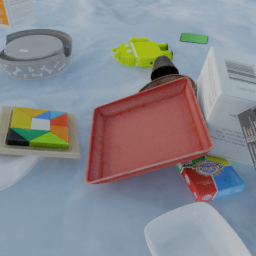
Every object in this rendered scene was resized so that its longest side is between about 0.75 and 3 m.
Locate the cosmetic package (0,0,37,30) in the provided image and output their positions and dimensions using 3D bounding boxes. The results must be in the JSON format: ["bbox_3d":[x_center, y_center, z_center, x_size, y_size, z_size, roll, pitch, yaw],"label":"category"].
[{"bbox_3d":[-1.764,-2.106,3.760,0.697,1.374,0.490,18,40,25],"label":"cosmetic package"}]

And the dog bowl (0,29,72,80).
[{"bbox_3d":[-3.416,-2.742,10.319,2.848,0.835,2.848,0,40,0],"label":"dog bowl"}]

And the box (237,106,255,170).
[{"bbox_3d":[3.463,0.746,4.800,2.229,0.703,2.827,-15,81,-2],"label":"box"}]

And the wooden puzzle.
[{"bbox_3d":[-2.192,-0.003,6.925,1.913,0.385,2.068,5,32,-19],"label":"wooden puzzle"}]

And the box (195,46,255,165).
[{"bbox_3d":[2.981,-0.517,6.760,2.476,1.619,2.463,13,40,0],"label":"box"}]

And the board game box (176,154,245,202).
[{"bbox_3d":[1.763,0.940,6.356,1.084,0.286,1.416,-11,41,-13],"label":"board game box"}]

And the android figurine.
[{"bbox_3d":[0.522,-2.937,10.858,2.286,0.469,2.081,-3,40,-7],"label":"android figurine"}]

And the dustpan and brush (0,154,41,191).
[{"bbox_3d":[-3.291,0.995,6.048,2.043,0.838,2.927,18,35,1],"label":"dustpan and brush"}]

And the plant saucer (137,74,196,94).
[{"bbox_3d":[1.041,-0.815,8.013,1.908,0.349,1.908,-18,40,16],"label":"plant saucer"}]

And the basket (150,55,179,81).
[{"bbox_3d":[1.220,-2.019,9.581,0.948,0.715,1.052,-12,35,11],"label":"basket"}]

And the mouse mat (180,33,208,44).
[{"bbox_3d":[2.929,-3.980,12.418,1.193,0.045,0.960,11,41,12],"label":"mouse mat"}]

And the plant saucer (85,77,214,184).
[{"bbox_3d":[0.411,0.067,6.677,2.723,0.500,2.718,-18,38,13],"label":"plant saucer"}]

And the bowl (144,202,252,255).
[{"bbox_3d":[1.141,2.106,4.767,1.474,0.550,1.472,-17,43,-18],"label":"bowl"}]
